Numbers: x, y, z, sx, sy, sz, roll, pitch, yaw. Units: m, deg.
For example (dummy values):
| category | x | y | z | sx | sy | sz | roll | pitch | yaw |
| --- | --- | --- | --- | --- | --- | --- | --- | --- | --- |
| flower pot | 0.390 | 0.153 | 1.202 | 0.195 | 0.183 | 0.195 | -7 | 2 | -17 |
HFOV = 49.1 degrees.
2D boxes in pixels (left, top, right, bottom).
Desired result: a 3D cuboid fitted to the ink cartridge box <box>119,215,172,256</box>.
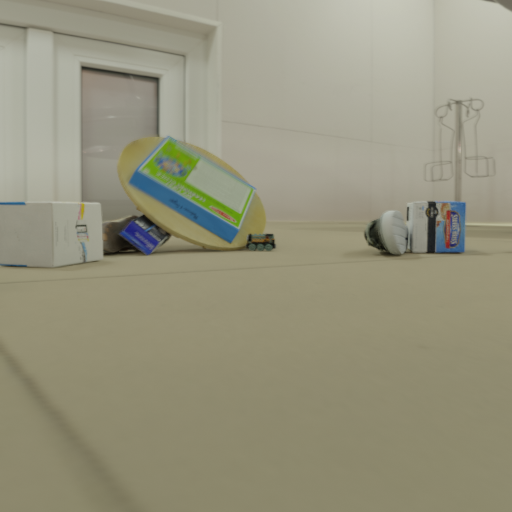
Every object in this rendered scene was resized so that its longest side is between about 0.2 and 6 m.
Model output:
| category | x | y | z | sx | sy | sz | roll | pitch | yaw |
| --- | --- | --- | --- | --- | --- | --- | --- | --- | --- |
| ink cartridge box | -2.124 | -0.464 | 11.077 | 0.705 | 0.278 | 1.418 | 38 | 17 | -4 |

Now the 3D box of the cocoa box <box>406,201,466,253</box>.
| category | x | y | z | sx | sy | sz | roll | pitch | yaw |
| --- | --- | --- | --- | --- | --- | --- | --- | --- | --- |
| cocoa box | 3.708 | -0.614 | 11.659 | 1.020 | 1.037 | 1.555 | 1 | 5 | 10 |

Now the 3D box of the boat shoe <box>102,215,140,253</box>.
| category | x | y | z | sx | sy | sz | roll | pitch | yaw |
| --- | --- | --- | --- | --- | --- | --- | --- | --- | --- |
| boat shoe | -2.842 | -0.416 | 11.279 | 0.725 | 0.765 | 2.019 | -6 | -1 | 17 |

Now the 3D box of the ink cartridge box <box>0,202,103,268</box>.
| category | x | y | z | sx | sy | sz | roll | pitch | yaw |
| --- | --- | --- | --- | --- | --- | --- | --- | --- | --- |
| ink cartridge box | -3.219 | -0.367 | 8.880 | 0.998 | 0.981 | 1.356 | 1 | 5 | 16 |

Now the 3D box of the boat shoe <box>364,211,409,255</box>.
| category | x | y | z | sx | sy | sz | roll | pitch | yaw |
| --- | --- | --- | --- | --- | --- | --- | --- | --- | --- |
| boat shoe | 2.458 | -0.365 | 10.765 | 0.769 | 0.781 | 2.168 | 0 | -8 | 20 |

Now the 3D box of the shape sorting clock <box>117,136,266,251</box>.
| category | x | y | z | sx | sy | sz | roll | pitch | yaw |
| --- | --- | --- | --- | --- | --- | --- | --- | --- | --- |
| shape sorting clock | -1.380 | -1.429 | 12.533 | 3.576 | 0.701 | 3.576 | 25 | 32 | -17 |

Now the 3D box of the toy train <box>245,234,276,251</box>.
| category | x | y | z | sx | sy | sz | roll | pitch | yaw |
| --- | --- | --- | --- | --- | --- | --- | --- | --- | --- |
| toy train | 0.101 | -0.287 | 11.787 | 0.653 | 0.372 | 0.278 | 1 | 1 | 8 |
